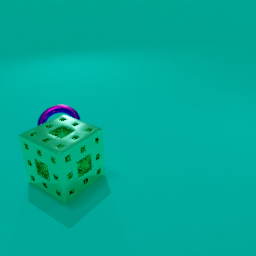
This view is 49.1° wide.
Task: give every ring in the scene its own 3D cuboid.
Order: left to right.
[{"bbox_3d":[-1.783,-0.131,7.255,1.118,0.224,1.118,1,58,-1],"label":"ring"}]

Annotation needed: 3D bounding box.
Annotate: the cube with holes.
[{"bbox_3d":[-1.252,0.556,5.520,1.106,1.106,1.106,19,34,31],"label":"cube with holes"}]
